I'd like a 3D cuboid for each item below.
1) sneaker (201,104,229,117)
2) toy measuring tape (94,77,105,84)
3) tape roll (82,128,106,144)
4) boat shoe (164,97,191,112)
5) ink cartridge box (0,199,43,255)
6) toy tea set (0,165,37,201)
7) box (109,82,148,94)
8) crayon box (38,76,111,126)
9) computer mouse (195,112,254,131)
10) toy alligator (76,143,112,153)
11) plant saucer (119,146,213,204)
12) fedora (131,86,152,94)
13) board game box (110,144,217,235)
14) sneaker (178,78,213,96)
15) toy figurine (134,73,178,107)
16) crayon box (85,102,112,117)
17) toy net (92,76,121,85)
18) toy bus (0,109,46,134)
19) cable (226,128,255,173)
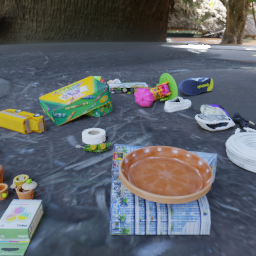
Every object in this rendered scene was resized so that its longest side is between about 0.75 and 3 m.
[{"bbox_3d":[4.132,-0.771,12.777,0.819,0.573,1.647,-9,23,-22],"label":"sneaker"},{"bbox_3d":[-1.808,-2.880,17.575,0.942,0.942,2.561,3,22,7],"label":"toy measuring tape"},{"bbox_3d":[-1.270,0.303,10.481,0.876,0.306,0.876,0,22,0],"label":"tape roll"},{"bbox_3d":[2.533,-1.245,13.924,1.799,0.588,0.662,-20,29,-40],"label":"boat shoe"},{"bbox_3d":[-2.352,2.077,5.999,0.679,0.388,1.308,1,22,1],"label":"ink cartridge box"},{"bbox_3d":[-3.228,1.365,7.343,1.871,0.692,1.113,3,22,6],"label":"toy tea set"},{"bbox_3d":[0.009,-2.452,17.160,2.274,0.395,1.251,-3,22,-5],"label":"box"},{"bbox_3d":[-2.368,-1.289,12.651,2.790,0.813,1.657,-28,39,-23],"label":"crayon box"},{"bbox_3d":[3.848,-0.207,11.522,2.463,0.540,1.351,0,26,-16],"label":"computer mouse"},{"bbox_3d":[-1.165,0.704,9.553,1.260,0.303,0.418,-5,-6,8],"label":"toy alligator"},{"bbox_3d":[0.839,1.032,6.360,2.087,0.337,2.087,2,25,-1],"label":"plant saucer"},{"bbox_3d":[0.779,-2.102,15.987,1.303,0.531,1.303,6,10,-1],"label":"fedora"},{"bbox_3d":[1.025,1.362,7.095,2.861,0.883,2.863,-1,22,-1],"label":"board game box"},{"bbox_3d":[3.869,-2.495,16.664,2.598,0.961,1.069,-9,18,-33],"label":"sneaker"},{"bbox_3d":[1.188,-1.744,14.469,1.949,1.589,2.117,-20,4,-20],"label":"toy figurine"},{"bbox_3d":[-1.737,-1.026,13.496,1.717,0.500,1.020,13,26,29],"label":"crayon box"},{"bbox_3d":[-1.518,-3.073,18.326,2.539,0.490,1.332,9,13,25],"label":"toy net"},{"bbox_3d":[-4.339,-0.263,11.386,2.060,0.670,0.806,13,25,29],"label":"toy bus"},{"bbox_3d":[4.137,0.747,8.894,2.004,0.694,2.004,20,30,36],"label":"cable"}]
